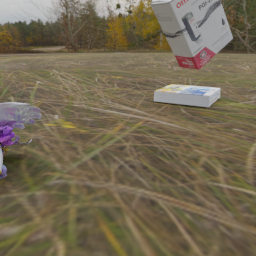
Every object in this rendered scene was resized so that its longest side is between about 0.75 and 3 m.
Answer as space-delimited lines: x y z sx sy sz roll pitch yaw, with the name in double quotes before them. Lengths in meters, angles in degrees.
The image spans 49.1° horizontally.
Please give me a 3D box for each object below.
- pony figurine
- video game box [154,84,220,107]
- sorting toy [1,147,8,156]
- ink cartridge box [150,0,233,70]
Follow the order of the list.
"pony figurine" -2.483 0.165 4.996 1.574 1.358 1.631 14 44 -24
"video game box" 2.340 -1.295 10.863 2.098 0.491 1.911 9 18 26
"sorting toy" -4.044 0.548 5.161 2.603 0.475 2.409 8 20 24
"ink cartridge box" 1.937 -3.149 8.281 1.660 2.280 0.967 -42 32 -11
